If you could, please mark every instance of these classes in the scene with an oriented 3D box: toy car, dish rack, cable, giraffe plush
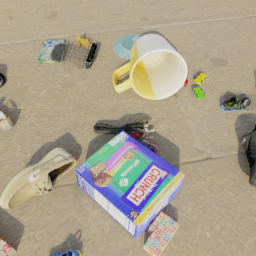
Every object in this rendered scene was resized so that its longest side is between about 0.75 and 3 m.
[{"bbox_3d":[2.775,-1.656,11.707,1.512,0.337,1.423,-11,52,-8],"label":"toy car"},{"bbox_3d":[-2.505,-3.476,12.953,2.000,0.546,1.534,12,50,-3],"label":"dish rack"},{"bbox_3d":[-0.162,0.200,10.134,2.225,0.560,1.081,-7,42,9],"label":"cable"},{"bbox_3d":[-2.160,-4.231,13.750,0.626,0.666,0.771,14,16,-1],"label":"giraffe plush"}]

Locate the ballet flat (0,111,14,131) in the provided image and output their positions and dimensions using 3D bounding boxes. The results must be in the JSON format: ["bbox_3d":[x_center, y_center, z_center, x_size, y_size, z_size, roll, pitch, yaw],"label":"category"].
[{"bbox_3d":[-5.084,-0.533,10.585,1.851,0.622,0.630,22,49,17],"label":"ballet flat"}]

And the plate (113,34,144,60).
[{"bbox_3d":[0.340,-4.101,13.761,2.160,0.276,2.160,-1,51,1],"label":"plate"}]

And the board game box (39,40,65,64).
[{"bbox_3d":[-3.640,-3.686,13.441,1.070,0.231,1.590,-2,51,-3],"label":"board game box"}]

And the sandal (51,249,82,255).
[{"bbox_3d":[-1.733,3.443,7.454,0.953,0.415,0.379,-15,54,-10],"label":"sandal"}]

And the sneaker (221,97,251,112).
[{"bbox_3d":[4.295,-0.975,11.014,1.272,0.527,0.451,-12,53,-10],"label":"sneaker"}]

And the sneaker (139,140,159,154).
[{"bbox_3d":[0.606,0.646,9.782,0.934,0.377,0.349,13,54,10],"label":"sneaker"}]

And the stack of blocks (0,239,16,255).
[{"bbox_3d":[-3.870,3.272,7.582,1.409,0.413,0.811,25,55,19],"label":"stack of blocks"}]

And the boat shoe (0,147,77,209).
[{"bbox_3d":[-2.703,1.608,8.672,0.828,0.920,2.550,31,52,24],"label":"boat shoe"}]

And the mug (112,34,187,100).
[{"bbox_3d":[0.777,-2.715,11.491,2.775,2.222,2.278,-1,42,-9],"label":"mug"}]

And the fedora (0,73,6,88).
[{"bbox_3d":[-5.887,-2.163,11.968,1.241,0.567,1.241,0,51,0],"label":"fedora"}]

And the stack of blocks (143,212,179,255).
[{"bbox_3d":[0.879,2.997,7.871,0.629,0.320,1.093,31,57,23],"label":"stack of blocks"}]

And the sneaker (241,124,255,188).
[{"bbox_3d":[4.305,0.804,9.348,1.258,0.924,2.781,26,51,23],"label":"sneaker"}]

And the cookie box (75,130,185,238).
[{"bbox_3d":[0.043,1.591,8.606,2.548,0.957,2.179,35,57,25],"label":"cookie box"}]
